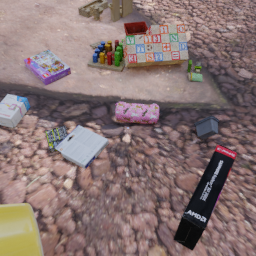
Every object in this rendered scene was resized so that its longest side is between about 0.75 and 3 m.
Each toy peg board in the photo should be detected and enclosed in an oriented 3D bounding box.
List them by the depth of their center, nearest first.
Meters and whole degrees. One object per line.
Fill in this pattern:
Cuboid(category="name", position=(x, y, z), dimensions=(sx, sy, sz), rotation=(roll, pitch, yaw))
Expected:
Cuboid(category="toy peg board", position=(-0.796, -3.328, 12.241), dimensions=(1.561, 0.767, 1.567), rotation=(12, 49, 11))

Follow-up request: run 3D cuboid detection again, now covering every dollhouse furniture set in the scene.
Cuboid(category="dollhouse furniture set", position=(2.799, -2.355, 11.573), dimensions=(0.587, 0.450, 0.896), rotation=(3, 48, 3))
Cuboid(category="dollhouse furniture set", position=(-1.233, -6.926, 14.804), dimensions=(2.178, 1.774, 2.071), rotation=(31, 55, 25))

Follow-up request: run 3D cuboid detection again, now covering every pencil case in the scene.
Cuboid(category="pencil case", position=(0.309, -0.544, 9.815), dimensions=(1.561, 0.646, 0.675), rotation=(3, 43, 5))

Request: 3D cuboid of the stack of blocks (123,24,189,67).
Cuboid(category="stack of blocks", position=(1.120, -3.438, 11.733), dimensions=(2.579, 0.755, 1.485), rotation=(-7, 90, -10))

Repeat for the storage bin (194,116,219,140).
Cuboid(category="storage bin", position=(2.637, 0.039, 9.277), dimensions=(0.563, 0.773, 0.519), rotation=(27, 52, -33))

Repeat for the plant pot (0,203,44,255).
Cuboid(category="plant pot", position=(-3.218, 2.783, 5.548), dimensions=(2.755, 2.929, 2.929), rotation=(-7, 46, -29))

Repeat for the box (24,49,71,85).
Cuboid(category="box", position=(-3.422, -2.605, 11.863), dimensions=(1.224, 0.350, 1.788), rotation=(-32, 55, -26))

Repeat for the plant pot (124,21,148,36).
Cuboid(category="plant pot", position=(0.380, -4.243, 12.979), dimensions=(1.015, 0.895, 1.016), rotation=(-8, 49, -7))

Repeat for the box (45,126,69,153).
Cuboid(category="box", position=(-2.334, 0.358, 9.300), dimensions=(0.695, 0.192, 0.867), rotation=(-16, 50, -14))

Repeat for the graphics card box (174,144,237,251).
Cuboid(category="graphics card box", position=(1.987, 1.743, 7.174), dimensions=(0.605, 1.492, 2.378), rotation=(26, 52, 20))

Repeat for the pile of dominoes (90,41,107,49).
Cuboid(category="pile of dominoes", position=(-1.378, -3.942, 13.232), dimensions=(0.759, 0.121, 0.592), rotation=(-30, 38, -27))

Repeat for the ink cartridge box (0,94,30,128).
Cuboid(category="ink cartridge box", position=(-4.168, -0.617, 9.985), dimensions=(0.814, 0.477, 1.126), rotation=(12, 50, 10))

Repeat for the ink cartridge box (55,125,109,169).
Cuboid(category="ink cartridge box", position=(-1.482, 0.583, 9.048), dimensions=(1.260, 0.256, 1.258), rotation=(26, 53, 22))
